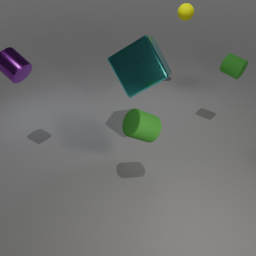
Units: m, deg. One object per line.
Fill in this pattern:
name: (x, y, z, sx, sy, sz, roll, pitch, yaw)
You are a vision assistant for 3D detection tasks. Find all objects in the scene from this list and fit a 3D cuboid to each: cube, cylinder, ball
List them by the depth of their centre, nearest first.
cylinder: (0.339, -0.053, 6.865, 0.700, 0.700, 0.700, 18, 19, -36)
cylinder: (-3.101, -1.691, 7.587, 0.700, 0.700, 0.700, 42, 40, 1)
cube: (0.426, -1.988, 8.987, 1.400, 1.400, 1.400, -26, 9, 19)
cylinder: (3.720, -2.174, 9.862, 0.700, 0.700, 0.700, 35, 44, 23)
ball: (2.518, -5.049, 12.198, 0.700, 0.700, 0.700, 0, 32, 0)
